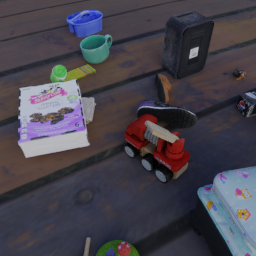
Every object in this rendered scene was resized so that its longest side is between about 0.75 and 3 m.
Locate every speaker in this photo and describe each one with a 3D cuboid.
[{"bbox_3d":[-2.771,-2.108,11.150,0.577,1.304,0.577,1,86,-20],"label":"speaker"}]

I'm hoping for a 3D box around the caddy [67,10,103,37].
[{"bbox_3d":[-2.539,-6.351,16.616,2.202,1.156,1.557,-31,54,-27],"label":"caddy"}]

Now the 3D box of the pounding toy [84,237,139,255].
[{"bbox_3d":[-0.465,3.386,7.253,1.635,0.759,1.262,6,45,5],"label":"pounding toy"}]

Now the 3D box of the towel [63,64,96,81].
[{"bbox_3d":[-2.582,-2.567,13.591,1.940,0.175,0.835,-29,47,-24],"label":"towel"}]

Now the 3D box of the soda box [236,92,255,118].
[{"bbox_3d":[5.766,-1.113,11.746,2.216,0.702,0.784,-11,46,-11],"label":"soda box"}]

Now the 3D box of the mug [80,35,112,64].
[{"bbox_3d":[-1.509,-3.950,14.225,1.634,1.010,1.342,-12,48,1],"label":"mug"}]

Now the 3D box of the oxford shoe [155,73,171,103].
[{"bbox_3d":[1.653,-1.765,12.463,0.637,0.637,1.786,8,50,-15],"label":"oxford shoe"}]

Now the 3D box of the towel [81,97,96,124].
[{"bbox_3d":[-2.487,-0.729,11.613,2.200,0.379,1.458,2,44,3],"label":"towel"}]

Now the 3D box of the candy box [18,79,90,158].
[{"bbox_3d":[-2.793,-0.448,10.429,2.286,0.975,2.725,-11,51,-7],"label":"candy box"}]

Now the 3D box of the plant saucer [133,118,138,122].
[{"bbox_3d":[0.588,-0.133,11.102,0.787,0.126,0.787,6,36,-4],"label":"plant saucer"}]

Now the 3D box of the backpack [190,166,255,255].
[{"bbox_3d":[3.491,2.338,7.322,2.949,2.261,2.592,-6,40,-18],"label":"backpack"}]

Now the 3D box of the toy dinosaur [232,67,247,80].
[{"bbox_3d":[5.378,-2.576,13.415,0.635,0.478,0.936,39,33,13],"label":"toy dinosaur"}]

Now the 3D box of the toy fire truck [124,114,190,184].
[{"bbox_3d":[0.841,0.316,9.002,1.659,2.578,2.269,-34,55,-30],"label":"toy fire truck"}]

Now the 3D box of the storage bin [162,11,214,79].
[{"bbox_3d":[2.730,-3.828,13.067,1.787,2.644,1.239,-23,49,-21],"label":"storage bin"}]

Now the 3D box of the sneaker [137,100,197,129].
[{"bbox_3d":[1.609,-0.721,11.277,2.369,0.897,1.037,11,37,6],"label":"sneaker"}]
